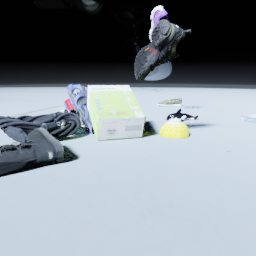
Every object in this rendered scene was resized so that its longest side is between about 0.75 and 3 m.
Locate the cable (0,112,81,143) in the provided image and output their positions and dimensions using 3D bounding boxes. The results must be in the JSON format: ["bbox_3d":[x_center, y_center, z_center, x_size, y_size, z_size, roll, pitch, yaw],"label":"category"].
[{"bbox_3d":[-2.944,-0.203,9.198,2.830,0.719,2.309,9,20,40],"label":"cable"}]

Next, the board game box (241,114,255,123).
[{"bbox_3d":[5.406,-0.397,11.814,0.827,0.236,0.845,-5,13,-22],"label":"board game box"}]

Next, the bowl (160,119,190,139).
[{"bbox_3d":[1.530,-0.016,9.189,0.990,0.533,0.990,-1,12,0],"label":"bowl"}]

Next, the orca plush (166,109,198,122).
[{"bbox_3d":[2.319,-0.566,11.992,1.392,0.495,0.732,0,11,-1],"label":"orca plush"}]

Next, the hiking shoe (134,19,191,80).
[{"bbox_3d":[0.879,-1.913,7.529,0.978,0.735,1.942,9,-35,-24],"label":"hiking shoe"}]

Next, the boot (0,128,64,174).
[{"bbox_3d":[-2.731,0.554,6.270,2.052,0.673,1.691,-14,15,-35],"label":"boot"}]

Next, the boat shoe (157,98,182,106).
[{"bbox_3d":[2.550,-1.598,17.184,1.553,0.464,0.555,-1,11,-4],"label":"boat shoe"}]

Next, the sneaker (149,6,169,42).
[{"bbox_3d":[1.324,-3.988,11.424,0.735,1.824,0.761,-28,56,-11],"label":"sneaker"}]

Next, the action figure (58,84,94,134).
[{"bbox_3d":[-1.284,-0.481,10.762,2.828,1.529,2.923,-9,43,-14],"label":"action figure"}]

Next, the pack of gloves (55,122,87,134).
[{"bbox_3d":[-2.215,-0.040,9.911,1.514,0.299,1.272,-1,10,-6],"label":"pack of gloves"}]

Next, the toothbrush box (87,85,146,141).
[{"bbox_3d":[-0.448,-0.567,9.176,1.484,0.877,2.038,-4,38,-17],"label":"toothbrush box"}]
